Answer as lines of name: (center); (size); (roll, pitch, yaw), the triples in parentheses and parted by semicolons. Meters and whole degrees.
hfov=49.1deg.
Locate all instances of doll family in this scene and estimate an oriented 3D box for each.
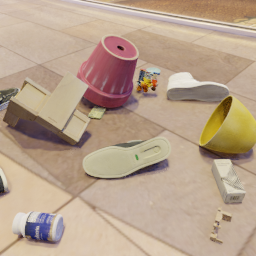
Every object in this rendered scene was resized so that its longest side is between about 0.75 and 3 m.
doll family: (0.713, -2.136, 12.783); (0.716, 0.987, 1.590); (-1, 19, -32)

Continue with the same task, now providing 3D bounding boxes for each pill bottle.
pill bottle: (-2.269, 2.471, 7.082); (1.132, 0.655, 0.655); (4, 37, 6)

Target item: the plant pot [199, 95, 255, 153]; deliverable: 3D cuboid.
plant pot: (3.548, 0.086, 9.471); (1.393, 1.962, 1.962); (30, 41, 1)

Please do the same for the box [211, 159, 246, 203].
box: (2.987, 1.571, 8.422); (0.562, 0.467, 1.367); (-2, 37, -3)

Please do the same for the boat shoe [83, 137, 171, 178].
boat shoe: (-0.045, 0.956, 9.088); (2.815, 1.011, 0.952); (-13, 0, -6)

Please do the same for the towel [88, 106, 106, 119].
towel: (-1.270, -0.644, 11.612); (0.593, 0.146, 0.800); (10, 38, 12)

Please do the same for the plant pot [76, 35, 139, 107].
plant pot: (-0.713, -2.483, 11.671); (2.492, 2.231, 2.492); (15, 46, -16)

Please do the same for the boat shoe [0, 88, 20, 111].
boat shoe: (-5.633, -1.215, 11.800); (0.915, 0.824, 2.588); (22, 42, 26)

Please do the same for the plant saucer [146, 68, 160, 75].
plant saucer: (1.313, -2.933, 14.638); (0.768, 0.148, 0.768); (0, 36, 0)

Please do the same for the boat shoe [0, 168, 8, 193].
boat shoe: (-4.295, 1.300, 8.586); (0.654, 0.695, 1.934); (-20, 43, -31)

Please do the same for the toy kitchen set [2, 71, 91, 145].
toy kitchen set: (-2.876, -0.745, 10.671); (2.598, 2.344, 2.120); (35, 59, -16)

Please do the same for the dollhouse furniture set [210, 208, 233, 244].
dollhouse furniture set: (2.428, 2.488, 7.237); (0.382, 0.447, 0.862); (16, 40, 22)

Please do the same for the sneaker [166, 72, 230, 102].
sneaker: (3.123, -1.976, 12.681); (2.695, 0.993, 1.557); (4, 40, 7)
